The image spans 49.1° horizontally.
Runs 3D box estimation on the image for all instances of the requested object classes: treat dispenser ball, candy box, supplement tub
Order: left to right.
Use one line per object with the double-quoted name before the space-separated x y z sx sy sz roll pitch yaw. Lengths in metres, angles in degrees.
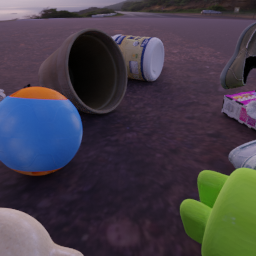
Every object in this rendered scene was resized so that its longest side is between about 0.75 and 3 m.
"treat dispenser ball" -2.095 0.077 6.521 2.043 2.043 2.043 0 26 0
"supplement tub" 0.138 -3.445 13.647 2.820 2.036 2.036 13 29 24
"candy box" 4.454 -0.496 9.142 1.564 0.700 2.294 -11 28 -21

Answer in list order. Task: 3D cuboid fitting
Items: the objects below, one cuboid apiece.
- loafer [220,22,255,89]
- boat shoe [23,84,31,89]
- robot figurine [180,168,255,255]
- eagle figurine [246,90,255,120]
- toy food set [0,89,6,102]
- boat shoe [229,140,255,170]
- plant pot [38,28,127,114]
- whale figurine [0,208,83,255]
"loafer" 2.545 -1.481 5.870 0.561 1.610 0.606 23 -7 47
"boat shoe" -4.393 -1.704 12.084 0.285 0.270 0.816 5 27 11
"robot figurine" 2.173 1.588 3.893 2.802 1.621 2.459 20 55 34
"eagle figurine" 4.827 -0.595 7.848 2.532 1.921 1.911 32 -10 -34
"toy food set" -5.170 -1.240 10.452 0.934 0.881 1.957 -4 27 -9
"boat shoe" 3.742 0.473 6.868 2.817 0.983 1.003 -14 34 -19
"plant pot" -1.867 -1.892 10.156 2.486 2.865 2.865 0 21 39
"whale figurine" -1.362 2.260 3.233 2.113 1.378 2.656 -34 62 -24
